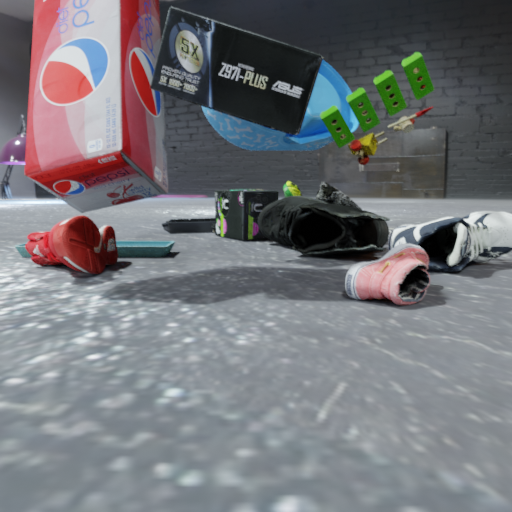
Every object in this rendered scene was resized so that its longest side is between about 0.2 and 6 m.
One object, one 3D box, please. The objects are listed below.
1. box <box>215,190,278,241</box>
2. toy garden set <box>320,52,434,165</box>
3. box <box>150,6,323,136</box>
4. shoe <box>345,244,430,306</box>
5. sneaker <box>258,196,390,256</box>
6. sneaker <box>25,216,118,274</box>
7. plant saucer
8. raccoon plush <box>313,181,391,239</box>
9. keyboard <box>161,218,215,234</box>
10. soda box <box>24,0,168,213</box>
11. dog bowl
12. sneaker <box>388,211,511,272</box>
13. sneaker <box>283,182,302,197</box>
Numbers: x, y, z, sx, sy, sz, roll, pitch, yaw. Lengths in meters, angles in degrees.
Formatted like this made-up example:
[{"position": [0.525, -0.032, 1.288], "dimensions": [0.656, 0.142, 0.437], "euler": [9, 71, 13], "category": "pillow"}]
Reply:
[{"position": [-0.274, -1.104, 14.739], "dimensions": [1.066, 1.274, 1.716], "euler": [-4, 9, -29], "category": "box"}, {"position": [2.333, -2.686, 10.474], "dimensions": [1.980, 0.395, 1.651], "euler": [-30, -40, 14], "category": "toy garden set"}, {"position": [-0.244, -2.567, 8.163], "dimensions": [2.020, 1.062, 2.466], "euler": [17, 12, -3], "category": "box"}, {"position": [1.990, 0.258, 7.353], "dimensions": [1.733, 0.619, 0.788], "euler": [-14, 17, -43], "category": "shoe"}, {"position": [1.181, -0.639, 11.646], "dimensions": [3.902, 1.172, 2.035], "euler": [10, 8, 38], "category": "sneaker"}, {"position": [-3.272, -0.067, 9.302], "dimensions": [1.429, 0.969, 2.473], "euler": [-8, -5, 1], "category": "sneaker"}, {"position": [-3.228, -0.141, 11.442], "dimensions": [3.013, 0.286, 1.053], "euler": [-1, 8, 1], "category": "plant saucer"}, {"position": [1.902, -0.633, 13.809], "dimensions": [2.497, 1.673, 1.208], "euler": [36, 4, 7], "category": "raccoon plush"}, {"position": [-0.911, -0.953, 16.845], "dimensions": [3.595, 0.461, 2.158], "euler": [-3, 8, -17], "category": "keyboard"}, {"position": [-2.281, -2.894, 8.213], "dimensions": [1.494, 4.268, 1.353], "euler": [-12, -21, 14], "category": "soda box"}, {"position": [0.472, -3.056, 11.142], "dimensions": [3.705, 2.065, 0.919], "euler": [-10, -19, -42], "category": "dog bowl"}, {"position": [3.560, -0.216, 9.407], "dimensions": [2.412, 0.963, 1.570], "euler": [0, 9, 0], "category": "sneaker"}, {"position": [0.916, -1.121, 14.783], "dimensions": [0.824, 1.973, 0.731], "euler": [-15, 52, 0], "category": "sneaker"}]
